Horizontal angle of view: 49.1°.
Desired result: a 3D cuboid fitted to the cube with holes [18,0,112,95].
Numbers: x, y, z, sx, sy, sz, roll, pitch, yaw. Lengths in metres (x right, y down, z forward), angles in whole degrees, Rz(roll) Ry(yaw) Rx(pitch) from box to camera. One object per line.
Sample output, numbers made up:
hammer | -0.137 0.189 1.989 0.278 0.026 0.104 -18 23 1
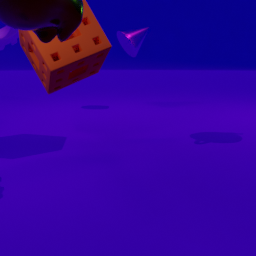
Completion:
cube with holes | -1.348 -1.713 5.799 1.299 1.299 1.299 -29 -2 -21

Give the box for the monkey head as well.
monkey head | -1.035 -1.724 3.329 1.764 1.269 1.063 9 -20 39

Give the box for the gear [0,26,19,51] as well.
gear | -3.624 -3.173 8.296 2.069 0.383 2.069 -43 -1 -1

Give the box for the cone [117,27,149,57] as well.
cone | 0.392 -3.710 11.276 1.220 1.215 1.215 -39 23 -10
